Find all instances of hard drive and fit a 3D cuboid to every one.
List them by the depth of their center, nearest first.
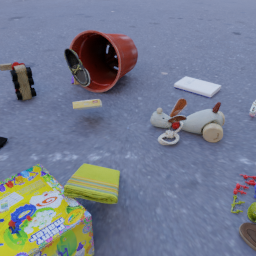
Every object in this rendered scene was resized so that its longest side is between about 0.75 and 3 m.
[{"bbox_3d":[3.065,-1.828,12.358,1.716,0.218,1.132,23,39,31],"label":"hard drive"}]

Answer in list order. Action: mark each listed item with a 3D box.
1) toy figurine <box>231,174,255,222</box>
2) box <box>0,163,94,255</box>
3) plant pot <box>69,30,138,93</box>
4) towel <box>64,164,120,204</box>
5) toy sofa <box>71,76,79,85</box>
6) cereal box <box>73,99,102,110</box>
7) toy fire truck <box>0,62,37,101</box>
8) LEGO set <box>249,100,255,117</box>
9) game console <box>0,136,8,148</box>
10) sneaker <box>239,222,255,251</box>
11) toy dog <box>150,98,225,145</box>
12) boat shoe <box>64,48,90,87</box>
[{"bbox_3d":[3.078,1.323,6.743,0.854,0.970,1.620,17,36,25],"label":"toy figurine"},{"bbox_3d":[-2.058,2.026,5.371,2.044,1.247,1.969,-25,40,-35],"label":"box"},{"bbox_3d":[-0.901,-3.146,12.592,2.560,2.560,2.489,15,27,22],"label":"plant pot"},{"bbox_3d":[-0.725,1.227,6.488,1.063,0.223,2.471,13,3,-1],"label":"towel"},{"bbox_3d":[-2.440,-2.392,13.087,0.460,0.390,0.942,-3,33,-6],"label":"toy sofa"},{"bbox_3d":[-1.372,-0.810,9.672,0.898,0.247,1.249,-7,2,-3],"label":"cereal box"},{"bbox_3d":[-4.571,-2.049,11.480,1.043,1.426,1.621,-19,42,-24],"label":"toy fire truck"},{"bbox_3d":[5.548,-0.433,9.951,2.229,0.830,1.025,28,76,29],"label":"LEGO set"},{"bbox_3d":[-4.444,0.444,8.890,1.125,0.136,0.663,10,34,17],"label":"game console"},{"bbox_3d":[3.049,2.295,5.538,0.582,0.624,1.652,-28,42,-36],"label":"sneaker"},{"bbox_3d":[2.066,-0.393,9.190,2.513,1.210,1.658,-3,33,-5],"label":"toy dog"},{"bbox_3d":[-2.121,-2.468,11.420,0.616,0.520,1.728,-31,77,8],"label":"boat shoe"}]
